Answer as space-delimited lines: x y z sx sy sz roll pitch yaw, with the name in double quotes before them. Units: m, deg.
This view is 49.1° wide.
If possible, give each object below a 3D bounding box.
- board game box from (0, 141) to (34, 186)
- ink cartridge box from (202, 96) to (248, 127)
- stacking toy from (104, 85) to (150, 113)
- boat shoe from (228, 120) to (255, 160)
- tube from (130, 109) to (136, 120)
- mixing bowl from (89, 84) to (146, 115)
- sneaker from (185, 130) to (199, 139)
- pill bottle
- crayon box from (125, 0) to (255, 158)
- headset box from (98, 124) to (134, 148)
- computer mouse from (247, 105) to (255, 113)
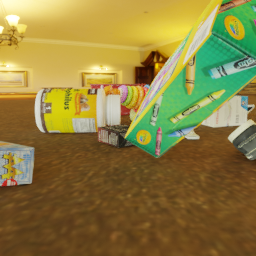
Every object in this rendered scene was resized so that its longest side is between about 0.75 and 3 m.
"board game box" -2.464 0.477 4.074 1.887 0.582 1.888 5 2 19
"ink cartridge box" 3.413 -0.645 10.178 1.425 1.049 1.031 -3 10 -18
"stacking toy" -0.044 -1.177 10.353 1.949 1.131 1.069 12 27 -29
"boat shoe" 2.885 0.301 6.031 2.167 0.778 0.733 -1 44 -50
"tube" 1.043 -0.495 11.236 1.894 0.492 0.550 3 48 12
"mixing bowl" -0.488 -1.432 13.729 2.737 1.482 2.737 0 8 0
"sneaker" 1.716 0.141 7.736 0.282 0.274 0.773 -3 10 -17
"pill bottle" -1.457 -0.533 8.557 2.442 1.334 1.334 -1 9 -2
"crayon box" 1.087 -0.868 4.883 0.853 1.740 2.929 31 -35 -5
"headset box" -0.222 0.173 7.109 0.789 0.409 1.060 -7 10 -37
"computer mouse" 4.851 -0.777 13.057 2.100 0.461 1.151 -5 4 3
